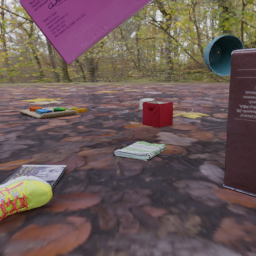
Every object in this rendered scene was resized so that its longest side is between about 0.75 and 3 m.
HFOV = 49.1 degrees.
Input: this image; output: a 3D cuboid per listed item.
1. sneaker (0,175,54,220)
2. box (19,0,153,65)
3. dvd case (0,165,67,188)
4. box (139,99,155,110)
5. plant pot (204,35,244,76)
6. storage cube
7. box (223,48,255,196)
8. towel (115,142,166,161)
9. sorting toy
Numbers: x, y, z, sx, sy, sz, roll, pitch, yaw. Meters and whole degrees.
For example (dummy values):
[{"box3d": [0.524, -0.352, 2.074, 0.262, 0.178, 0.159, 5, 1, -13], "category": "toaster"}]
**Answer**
[{"box3d": [-1.544, 0.955, 3.497, 1.207, 0.472, 0.545, -6, 24, -14], "category": "sneaker"}, {"box3d": [-0.845, -2.808, 6.350, 2.540, 1.396, 2.888, -38, 20, -1], "category": "box"}, {"box3d": [-1.588, 0.839, 4.780, 0.832, 0.089, 1.119, 0, 11, 2], "category": "dvd case"}, {"box3d": [0.949, -1.187, 13.919, 0.550, 0.469, 0.860, 4, 12, 21], "category": "box"}, {"box3d": [3.199, -2.556, 9.799, 1.351, 1.351, 0.910, -3, 19, -14], "category": "plant pot"}, {"box3d": [1.017, -0.497, 9.629, 0.768, 0.808, 0.898, 11, 17, 43], "category": "storage cube"}, {"box3d": [2.697, -0.107, 4.232, 1.764, 2.148, 1.782, 11, 15, 44], "category": "box"}, {"box3d": [0.311, 0.475, 6.397, 0.837, 0.172, 1.121, 7, 13, 27], "category": "towel"}, {"box3d": [-3.177, -0.799, 12.304, 1.879, 0.338, 2.523, 10, 15, 42], "category": "sorting toy"}]
